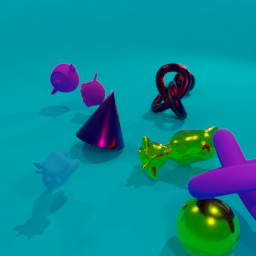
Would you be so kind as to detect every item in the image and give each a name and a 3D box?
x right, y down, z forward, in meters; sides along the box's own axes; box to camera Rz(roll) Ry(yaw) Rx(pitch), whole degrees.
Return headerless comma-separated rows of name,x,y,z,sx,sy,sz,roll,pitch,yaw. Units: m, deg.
teapot,-1.884,-1.454,8.244,0.880,1.416,0.693,44,36,-5
cow figurine,1.002,0.430,5.519,1.516,0.832,1.492,-13,-1,40
knot shape,1.871,0.792,3.810,1.836,0.907,1.962,26,16,18
cow figurine,-1.208,0.734,4.628,0.527,0.960,0.945,39,30,5
monkey head,-0.987,-0.974,7.937,0.680,1.129,0.812,-14,8,-10
cone,-0.486,-0.276,6.371,1.170,1.175,1.170,15,12,-3
knot shape,1.224,-1.070,7.909,0.737,1.493,1.595,-2,19,-26
ball,1.932,-1.581,9.660,0.787,0.787,0.787,0,27,0
ball,1.088,1.379,3.877,0.870,0.870,0.870,0,27,0
